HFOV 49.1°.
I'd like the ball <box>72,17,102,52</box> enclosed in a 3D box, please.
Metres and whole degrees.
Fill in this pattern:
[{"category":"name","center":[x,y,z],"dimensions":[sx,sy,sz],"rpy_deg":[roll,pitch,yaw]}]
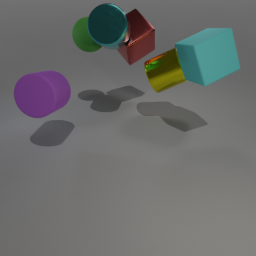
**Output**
[{"category":"ball","center":[-1.603,-3.863,11.603],"dimensions":[1.400,1.400,1.400],"rpy_deg":[0,29,0]}]

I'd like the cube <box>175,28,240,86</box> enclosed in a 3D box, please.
[{"category":"cube","center":[2.657,-2.429,9.465],"dimensions":[1.400,1.400,1.400],"rpy_deg":[-27,24,-7]}]

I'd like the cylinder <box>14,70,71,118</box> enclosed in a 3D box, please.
[{"category":"cylinder","center":[-2.792,-1.158,9.305],"dimensions":[1.400,1.400,1.400],"rpy_deg":[4,16,8]}]

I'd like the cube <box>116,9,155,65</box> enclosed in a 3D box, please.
[{"category":"cube","center":[0.203,-3.871,12.006],"dimensions":[1.400,1.400,1.400],"rpy_deg":[-34,70,-7]}]

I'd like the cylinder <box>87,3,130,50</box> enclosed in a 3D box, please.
[{"category":"cylinder","center":[-0.658,-3.662,10.271],"dimensions":[1.400,1.400,1.400],"rpy_deg":[3,10,5]}]

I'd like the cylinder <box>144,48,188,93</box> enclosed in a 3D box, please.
[{"category":"cylinder","center":[1.567,-2.299,11.223],"dimensions":[1.400,1.400,1.400],"rpy_deg":[-21,22,22]}]
